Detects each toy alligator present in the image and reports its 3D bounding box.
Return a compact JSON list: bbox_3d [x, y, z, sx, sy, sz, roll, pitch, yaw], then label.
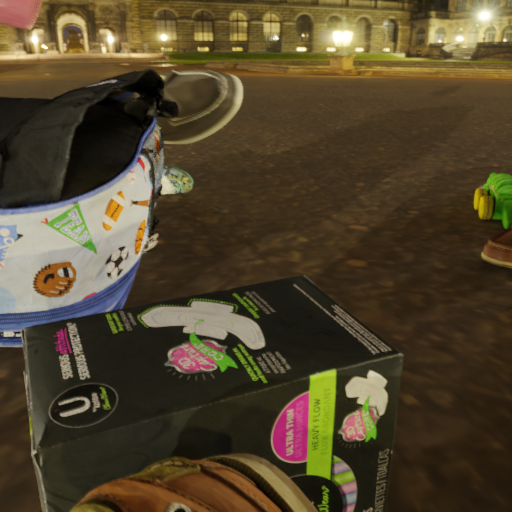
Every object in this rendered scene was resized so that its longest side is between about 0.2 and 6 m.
[{"bbox_3d":[4.798,-1.292,11.060,0.855,0.782,2.883,4,22,11],"label":"toy alligator"}]

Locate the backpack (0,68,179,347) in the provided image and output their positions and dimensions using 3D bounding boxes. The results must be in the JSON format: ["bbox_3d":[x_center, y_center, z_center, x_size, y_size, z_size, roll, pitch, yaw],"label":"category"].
[{"bbox_3d":[-2.779,-0.536,6.381,3.666,2.824,3.492,-3,22,-2],"label":"backpack"}]

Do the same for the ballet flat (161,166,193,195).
[{"bbox_3d":[-2.163,-1.651,12.376,0.719,0.719,1.938,-18,26,-37],"label":"ballet flat"}]

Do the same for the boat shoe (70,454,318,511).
[{"bbox_3d":[0.418,1.915,1.689,3.120,1.122,1.061,33,3,33],"label":"boat shoe"}]

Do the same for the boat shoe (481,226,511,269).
[{"bbox_3d":[4.417,-0.380,8.704,2.457,0.830,0.884,-13,25,-30],"label":"boat shoe"}]

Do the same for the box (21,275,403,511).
[{"bbox_3d":[-0.320,1.210,3.723,2.102,1.561,1.306,-9,23,-21],"label":"box"}]

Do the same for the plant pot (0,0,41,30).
[{"bbox_3d":[-3.501,-3.629,7.716,0.922,1.030,1.030,19,17,-17],"label":"plant pot"}]

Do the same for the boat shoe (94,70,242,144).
[{"bbox_3d":[-1.562,-2.233,8.465,2.862,1.020,0.862,-5,-10,32],"label":"boat shoe"}]
